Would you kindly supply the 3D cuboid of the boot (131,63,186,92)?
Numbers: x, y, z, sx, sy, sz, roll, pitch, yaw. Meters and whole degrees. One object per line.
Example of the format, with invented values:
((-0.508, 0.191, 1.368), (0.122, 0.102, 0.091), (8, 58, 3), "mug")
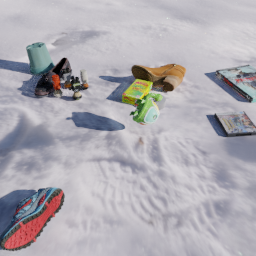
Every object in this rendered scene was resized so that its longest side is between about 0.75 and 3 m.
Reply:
((1.287, -2.273, 11.398), (2.026, 0.747, 1.568), (28, 48, 12), "boot")

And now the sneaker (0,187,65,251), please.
((-2.193, 1.969, 6.224), (0.811, 0.674, 1.698), (4, 30, 32), "sneaker")

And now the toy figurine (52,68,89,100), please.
((-2.137, -1.665, 10.580), (1.250, 0.869, 1.230), (7, 33, 14), "toy figurine")

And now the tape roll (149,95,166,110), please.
((0.970, -0.943, 10.090), (0.775, 0.256, 0.775), (0, 39, 0), "tape roll")

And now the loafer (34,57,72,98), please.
((-3.001, -2.067, 11.126), (0.843, 0.739, 2.346), (12, 40, 15), "loafer")

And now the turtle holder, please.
((0.584, -0.560, 8.505), (0.728, 0.779, 1.025), (29, 67, -12), "turtle holder")

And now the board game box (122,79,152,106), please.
((0.367, -1.367, 10.577), (0.678, 0.318, 1.335), (16, 41, 19), "board game box")

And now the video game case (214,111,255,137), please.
((3.533, -0.147, 9.163), (1.053, 0.149, 1.165), (-4, 38, -5), "video game case")

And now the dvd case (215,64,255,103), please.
((4.900, -1.845, 11.241), (1.730, 0.261, 2.370), (-12, 39, -15), "dvd case")

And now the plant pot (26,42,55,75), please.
((-3.785, -3.008, 11.959), (1.099, 1.077, 1.099), (-5, 36, 4), "plant pot")
